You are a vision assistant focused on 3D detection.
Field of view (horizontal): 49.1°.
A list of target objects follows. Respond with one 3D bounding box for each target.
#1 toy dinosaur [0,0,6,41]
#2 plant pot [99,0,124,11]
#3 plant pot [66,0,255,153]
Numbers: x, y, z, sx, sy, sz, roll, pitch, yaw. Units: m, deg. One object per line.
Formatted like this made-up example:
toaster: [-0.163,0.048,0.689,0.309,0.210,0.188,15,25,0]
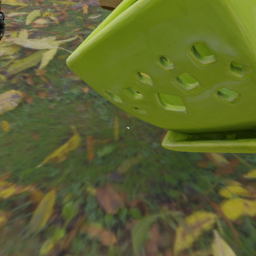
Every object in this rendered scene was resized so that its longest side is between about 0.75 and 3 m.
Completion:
toy dinosaur: [-3.403,-2.943,6.495,2.958,2.007,1.511,-28,80,-39]
plant pot: [-0.314,-4.161,7.861,1.476,1.584,1.476,12,14,-3]
plant pot: [1.315,-1.227,4.025,2.854,2.602,2.868,-53,21,-23]
